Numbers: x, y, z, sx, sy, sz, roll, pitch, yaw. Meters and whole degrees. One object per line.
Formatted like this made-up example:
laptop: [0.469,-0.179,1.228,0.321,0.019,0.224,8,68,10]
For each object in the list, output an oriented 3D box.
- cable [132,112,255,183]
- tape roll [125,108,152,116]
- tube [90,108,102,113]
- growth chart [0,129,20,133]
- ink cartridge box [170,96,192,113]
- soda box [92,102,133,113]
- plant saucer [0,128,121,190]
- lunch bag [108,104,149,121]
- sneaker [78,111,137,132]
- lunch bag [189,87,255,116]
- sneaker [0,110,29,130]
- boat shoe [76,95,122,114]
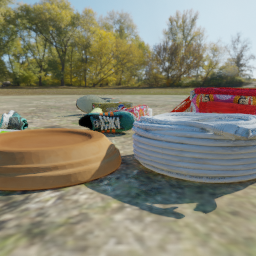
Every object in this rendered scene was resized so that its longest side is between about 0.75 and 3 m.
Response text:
cable: [1.390,0.214,5.257,2.612,0.904,2.612,4,9,35]
tape roll: [0.424,-0.637,12.528,1.290,0.451,1.290,0,8,0]
tube: [-1.449,-0.548,12.184,0.498,0.445,1.715,-37,8,11]
growth chart: [-3.220,0.212,7.565,0.951,0.117,1.315,2,11,-20]
ink cartridge box: [2.243,-0.690,9.748,1.633,0.466,1.327,-18,-19,-48]
soda box: [-0.777,-0.967,14.087,2.031,0.650,0.688,-6,9,-34]
plant saucer: [-1.544,0.410,5.184,2.842,0.532,2.842,1,8,0]
lunch bag: [-0.076,-0.451,10.346,1.396,0.649,1.584,-7,5,31]
sneaker: [-0.690,-0.150,8.754,1.940,0.692,0.775,1,14,33]
lunch bag: [3.228,-0.515,8.006,2.536,1.180,2.879,4,6,-39]
sneaker: [-3.676,-0.153,9.265,0.773,0.658,1.695,15,8,-13]
boat shoe: [-1.603,-1.237,14.860,2.780,0.989,0.870,-4,7,-40]
